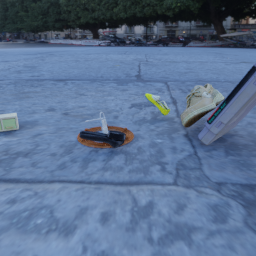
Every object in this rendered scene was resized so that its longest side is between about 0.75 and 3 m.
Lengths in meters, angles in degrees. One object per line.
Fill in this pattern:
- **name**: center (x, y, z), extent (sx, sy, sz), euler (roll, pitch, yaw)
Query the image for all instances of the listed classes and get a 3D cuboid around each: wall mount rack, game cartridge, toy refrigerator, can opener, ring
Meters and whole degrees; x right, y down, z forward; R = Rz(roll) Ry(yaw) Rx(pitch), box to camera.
- **wall mount rack**: center (-0.789, 0.001, 7.431), extent (0.303, 0.813, 0.706), euler (-10, 3, 23)
- **game cartridge**: center (3.005, -0.850, 6.920), extent (1.872, 2.888, 0.554), euler (-18, 59, -41)
- **toy refrigerator**: center (-3.906, -0.131, 8.376), extent (1.143, 0.434, 0.400), euler (-8, 22, -20)
- **can opener**: center (-0.642, 0.228, 7.088), extent (1.173, 0.461, 0.372), euler (8, 15, -1)
- **ring**: center (-0.633, 0.185, 7.955), extent (1.610, 0.154, 1.610), euler (0, 19, 0)

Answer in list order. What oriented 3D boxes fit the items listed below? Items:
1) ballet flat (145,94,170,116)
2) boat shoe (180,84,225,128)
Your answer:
- **ballet flat**: center (1.040, -0.872, 9.540), extent (1.034, 0.347, 0.346), euler (46, 34, 1)
- **boat shoe**: center (2.136, -0.779, 8.477), extent (0.980, 0.882, 2.716), euler (-41, -7, 37)
